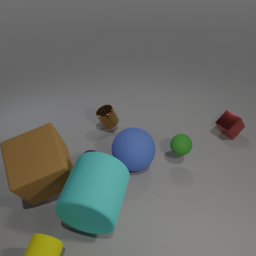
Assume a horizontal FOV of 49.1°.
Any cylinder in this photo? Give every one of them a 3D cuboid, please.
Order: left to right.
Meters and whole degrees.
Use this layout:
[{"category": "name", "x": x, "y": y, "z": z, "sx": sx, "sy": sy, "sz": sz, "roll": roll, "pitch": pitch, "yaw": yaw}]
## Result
[{"category": "cylinder", "x": -1.808, "y": 2.687, "z": 5.869, "sx": 0.700, "sy": 0.700, "sz": 0.700, "roll": 7, "pitch": 51, "yaw": 11}, {"category": "cylinder", "x": -0.792, "y": 1.518, "z": 6.580, "sx": 1.400, "sy": 1.400, "sz": 1.400, "roll": 7, "pitch": 46, "yaw": 12}, {"category": "cylinder", "x": -0.801, "y": -0.439, "z": 10.997, "sx": 0.700, "sy": 0.700, "sz": 0.700, "roll": -16, "pitch": 40, "yaw": 14}]

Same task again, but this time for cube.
[{"category": "cube", "x": -2.293, "y": 0.976, "z": 7.429, "sx": 1.400, "sy": 1.400, "sz": 1.400, "roll": -23, "pitch": 61, "yaw": -7}, {"category": "cube", "x": 3.902, "y": -0.126, "z": 10.708, "sx": 0.700, "sy": 0.700, "sz": 0.700, "roll": -47, "pitch": 45, "yaw": 1}]

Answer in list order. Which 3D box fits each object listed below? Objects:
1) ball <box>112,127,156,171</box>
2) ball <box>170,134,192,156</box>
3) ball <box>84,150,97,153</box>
[{"category": "ball", "x": 0.176, "y": 0.678, "z": 8.929, "sx": 1.400, "sy": 1.400, "sz": 1.400, "roll": 0, "pitch": 30, "yaw": 0}, {"category": "ball", "x": 1.714, "y": 0.534, "z": 9.009, "sx": 0.700, "sy": 0.700, "sz": 0.700, "roll": 0, "pitch": 30, "yaw": 0}, {"category": "ball", "x": -1.200, "y": 1.050, "z": 9.017, "sx": 0.700, "sy": 0.700, "sz": 0.700, "roll": 0, "pitch": 30, "yaw": 0}]
